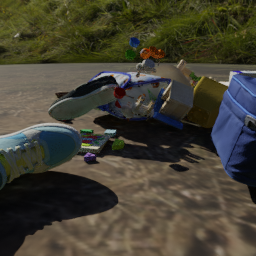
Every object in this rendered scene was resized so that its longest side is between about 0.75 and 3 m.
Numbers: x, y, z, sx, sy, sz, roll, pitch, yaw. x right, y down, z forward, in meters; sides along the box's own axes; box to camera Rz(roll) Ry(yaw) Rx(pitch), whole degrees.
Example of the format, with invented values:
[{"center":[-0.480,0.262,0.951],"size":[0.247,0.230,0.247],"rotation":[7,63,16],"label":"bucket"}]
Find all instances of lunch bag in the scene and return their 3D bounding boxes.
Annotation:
[{"center":[3.094,-0.091,5.900],"size":[2.027,1.974,2.983],"rotation":[10,20,2],"label":"lunch bag"},{"center":[-0.192,-1.306,10.998],"size":[2.961,1.834,2.517],"rotation":[-13,21,-31],"label":"lunch bag"}]

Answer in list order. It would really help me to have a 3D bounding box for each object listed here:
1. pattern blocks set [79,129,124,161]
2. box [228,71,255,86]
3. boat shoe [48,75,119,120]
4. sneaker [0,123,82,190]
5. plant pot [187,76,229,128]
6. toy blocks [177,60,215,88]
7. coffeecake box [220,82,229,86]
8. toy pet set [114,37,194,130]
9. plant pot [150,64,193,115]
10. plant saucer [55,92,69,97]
[{"center":[-1.155,0.409,8.041],"size":[2.101,0.194,2.390],"rotation":[0,16,0],"label":"pattern blocks set"},{"center":[4.747,-1.092,10.124],"size":[2.055,1.890,1.078],"rotation":[1,17,2],"label":"box"},{"center":[-1.430,-0.983,9.059],"size":[2.406,0.910,0.726],"rotation":[-18,52,0],"label":"boat shoe"},{"center":[-2.233,0.721,5.435],"size":[2.813,1.119,1.836],"rotation":[-13,16,-10],"label":"sneaker"},{"center":[2.781,-0.772,9.880],"size":[1.300,1.308,1.338],"rotation":[30,53,25],"label":"plant pot"},{"center":[2.903,-1.824,13.819],"size":[2.046,1.843,2.189],"rotation":[34,-1,11],"label":"toy blocks"},{"center":[5.568,-1.489,12.983],"size":[2.871,1.049,2.204],"rotation":[2,16,7],"label":"coffeecake box"},{"center":[0.790,-1.200,9.555],"size":[2.678,1.523,2.868],"rotation":[22,52,-9],"label":"toy pet set"},{"center":[1.990,-1.433,11.874],"size":[1.932,1.932,2.063],"rotation":[-7,33,-22],"label":"plant pot"},{"center":[-3.640,-1.891,15.936],"size":[1.014,0.186,1.014],"rotation":[0,17,0],"label":"plant saucer"}]
